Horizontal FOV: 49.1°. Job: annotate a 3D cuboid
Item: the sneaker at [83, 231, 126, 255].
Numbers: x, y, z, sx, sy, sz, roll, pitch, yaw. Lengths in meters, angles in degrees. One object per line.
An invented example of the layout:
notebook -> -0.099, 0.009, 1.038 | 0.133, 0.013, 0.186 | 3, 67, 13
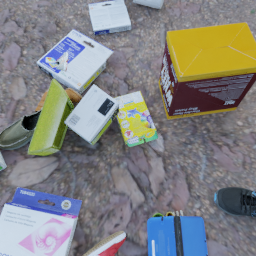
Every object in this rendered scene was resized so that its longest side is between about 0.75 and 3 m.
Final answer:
sneaker -> -0.859, 4.535, 8.671 | 2.695, 0.960, 1.516 | -32, 78, -25

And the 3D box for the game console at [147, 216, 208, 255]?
game console -> 1.644, 3.974, 9.300 | 1.665, 1.154, 1.951 | -14, 63, 28

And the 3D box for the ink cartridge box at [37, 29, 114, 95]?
ink cartridge box -> -2.317, -3.035, 12.611 | 2.469, 0.587, 2.499 | 33, 67, 17

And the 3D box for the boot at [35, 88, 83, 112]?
boot -> -2.816, -0.981, 11.406 | 1.857, 0.712, 1.442 | 21, 66, 20

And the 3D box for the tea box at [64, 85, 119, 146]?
tea box -> -1.245, -0.402, 10.224 | 1.133, 1.668, 1.696 | 36, 81, 5

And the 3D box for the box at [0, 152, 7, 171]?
box -> -5.566, 1.022, 10.178 | 1.504, 1.295, 1.512 | -29, 67, -13

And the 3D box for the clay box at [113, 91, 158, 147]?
clay box -> 0.251, -0.313, 11.257 | 1.293, 0.536, 2.251 | -16, 66, -7

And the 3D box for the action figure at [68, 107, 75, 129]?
action figure -> -1.963, -0.539, 11.359 | 1.753, 0.608, 1.141 | -24, 74, -4

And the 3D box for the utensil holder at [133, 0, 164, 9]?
utensil holder -> 1.107, -6.739, 14.069 | 1.424, 1.210, 1.210 | 17, 65, 6

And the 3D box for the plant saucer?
plant saucer -> -2.528, -0.175, 9.843 | 0.601, 2.509, 2.506 | 17, 82, -2

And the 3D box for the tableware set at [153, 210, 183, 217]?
tableware set -> 1.536, 3.734, 9.417 | 1.257, 0.286, 1.866 | -11, 65, -5

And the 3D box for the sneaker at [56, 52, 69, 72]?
sneaker -> -2.532, -2.585, 10.756 | 0.435, 0.358, 0.946 | 8, 53, -15

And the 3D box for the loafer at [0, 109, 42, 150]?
loafer -> -3.939, -0.065, 10.704 | 2.679, 0.933, 1.007 | -29, 65, 4

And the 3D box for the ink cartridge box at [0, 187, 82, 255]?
ink cartridge box -> -3.115, 3.419, 9.436 | 2.537, 0.560, 2.584 | 10, 66, 5

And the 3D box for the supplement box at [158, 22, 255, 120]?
supplement box -> 2.911, -2.031, 10.723 | 2.956, 2.997, 1.990 | -8, 64, -4

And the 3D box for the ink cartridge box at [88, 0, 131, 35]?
ink cartridge box -> -0.921, -5.509, 13.899 | 1.873, 0.381, 1.877 | -10, 64, -5

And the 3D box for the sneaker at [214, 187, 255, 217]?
sneaker -> 4.422, 2.531, 9.526 | 2.808, 1.150, 1.028 | 10, 65, 6
